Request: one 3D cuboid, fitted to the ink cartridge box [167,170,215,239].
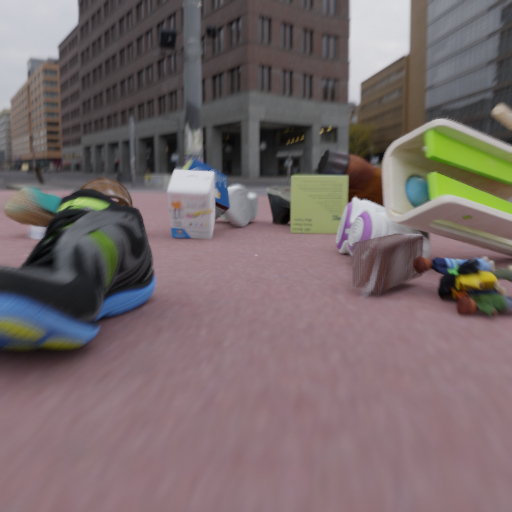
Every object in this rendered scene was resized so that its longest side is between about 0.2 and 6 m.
[{"bbox_3d":[-1.389,-1.127,12.213,0.911,1.237,0.895,2,38,1],"label":"ink cartridge box"}]

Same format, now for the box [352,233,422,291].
[{"bbox_3d":[1.623,0.055,6.852,0.416,0.556,1.111,5,10,39],"label":"box"}]

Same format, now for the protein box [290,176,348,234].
[{"bbox_3d":[1.527,-1.254,13.566,1.352,1.362,0.919,1,9,7],"label":"protein box"}]

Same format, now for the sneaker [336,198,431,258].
[{"bbox_3d":[2.124,-0.317,9.540,1.337,1.005,2.683,13,13,-3],"label":"sneaker"}]

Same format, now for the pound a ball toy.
[{"bbox_3d":[3.580,-1.227,8.945,3.346,2.182,1.421,12,-21,-29],"label":"pound a ball toy"}]

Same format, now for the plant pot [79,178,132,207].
[{"bbox_3d":[-3.327,-0.980,12.427,1.334,1.334,1.321,-3,16,-20],"label":"plant pot"}]

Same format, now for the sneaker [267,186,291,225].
[{"bbox_3d":[0.920,-1.276,15.097,0.719,1.021,1.923,-14,19,-17],"label":"sneaker"}]

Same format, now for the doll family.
[{"bbox_3d":[2.321,0.283,6.192,0.888,0.603,1.536,-4,3,0],"label":"doll family"}]

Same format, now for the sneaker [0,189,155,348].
[{"bbox_3d":[-1.729,0.051,5.090,1.104,1.290,3.114,0,8,7],"label":"sneaker"}]

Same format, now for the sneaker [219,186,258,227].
[{"bbox_3d":[-1.022,-1.353,15.310,1.698,1.060,2.879,4,3,11],"label":"sneaker"}]

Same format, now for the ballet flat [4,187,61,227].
[{"bbox_3d":[-5.080,-1.018,13.185,0.885,0.956,2.711,-27,-9,0],"label":"ballet flat"}]

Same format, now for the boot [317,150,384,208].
[{"bbox_3d":[2.843,-1.490,15.154,3.067,2.887,1.050,15,48,-11],"label":"boot"}]

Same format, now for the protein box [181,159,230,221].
[{"bbox_3d":[-1.288,-1.545,13.438,1.067,1.060,0.720,23,-45,-39],"label":"protein box"}]

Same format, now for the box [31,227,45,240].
[{"bbox_3d":[-3.632,-0.457,11.119,1.291,0.266,1.007,-2,3,1],"label":"box"}]
